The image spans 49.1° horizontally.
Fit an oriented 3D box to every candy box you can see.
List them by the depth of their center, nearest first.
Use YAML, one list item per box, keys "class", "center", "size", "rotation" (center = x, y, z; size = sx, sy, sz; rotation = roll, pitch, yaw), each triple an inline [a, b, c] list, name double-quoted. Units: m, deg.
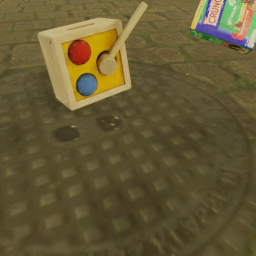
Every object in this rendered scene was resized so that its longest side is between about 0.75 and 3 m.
- class: "candy box"
  center: [2.670, -2.951, 7.416]
  size: [1.703, 1.440, 0.656]
  rotation: [21, 3, 7]

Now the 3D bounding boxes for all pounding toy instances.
- class: "pounding toy"
  center: [-0.666, -1.615, 6.159]
  size: [1.995, 1.837, 1.418]
  rotation: [-24, 33, -23]
